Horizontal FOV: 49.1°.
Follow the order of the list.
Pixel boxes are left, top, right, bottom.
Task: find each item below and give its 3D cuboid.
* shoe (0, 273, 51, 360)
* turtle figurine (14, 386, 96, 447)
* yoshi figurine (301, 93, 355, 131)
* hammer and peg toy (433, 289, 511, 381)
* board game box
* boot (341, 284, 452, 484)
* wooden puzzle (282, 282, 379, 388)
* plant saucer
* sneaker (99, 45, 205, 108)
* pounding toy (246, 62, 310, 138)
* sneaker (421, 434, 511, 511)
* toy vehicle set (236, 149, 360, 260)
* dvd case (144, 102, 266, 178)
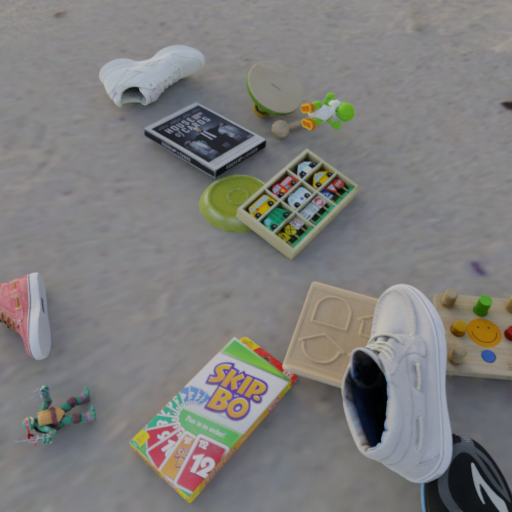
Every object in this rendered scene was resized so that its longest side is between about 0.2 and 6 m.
[{"bbox_3d":[-3.743,1.007,8.848,0.773,0.607,1.700,-15,48,-10],"label":"shoe"},{"bbox_3d":[-2.860,2.236,7.870,1.097,0.552,0.821,-11,65,-28],"label":"turtle figurine"},{"bbox_3d":[1.536,-2.917,11.408,1.213,0.682,0.679,-20,74,-32],"label":"yoshi figurine"},{"bbox_3d":[3.778,1.260,8.539,1.996,0.704,1.468,5,51,4],"label":"hammer and peg toy"},{"bbox_3d":[-0.535,2.195,8.064,1.142,0.358,2.390,34,56,23],"label":"board game box"},{"bbox_3d":[1.778,1.366,7.319,1.040,1.351,2.827,-30,42,33],"label":"boot"},{"bbox_3d":[1.463,1.339,8.695,1.720,0.430,1.857,16,48,12],"label":"wooden puzzle"},{"bbox_3d":[-0.343,-1.072,10.721,1.502,0.233,1.502,0,51,-1],"label":"plant saucer"},{"bbox_3d":[-2.263,-4.012,12.823,2.421,0.907,1.206,-20,70,-12],"label":"sneaker"},{"bbox_3d":[0.386,-3.352,12.355,1.311,0.788,1.698,-29,84,-31],"label":"pounding toy"},{"bbox_3d":[2.706,3.597,6.226,1.186,1.386,3.345,1,51,-1],"label":"sneaker"},{"bbox_3d":[0.812,-1.013,10.486,1.323,0.282,2.129,38,60,14],"label":"toy vehicle set"},{"bbox_3d":[-1.069,-2.462,11.692,2.078,0.257,1.562,34,52,25],"label":"dvd case"}]
